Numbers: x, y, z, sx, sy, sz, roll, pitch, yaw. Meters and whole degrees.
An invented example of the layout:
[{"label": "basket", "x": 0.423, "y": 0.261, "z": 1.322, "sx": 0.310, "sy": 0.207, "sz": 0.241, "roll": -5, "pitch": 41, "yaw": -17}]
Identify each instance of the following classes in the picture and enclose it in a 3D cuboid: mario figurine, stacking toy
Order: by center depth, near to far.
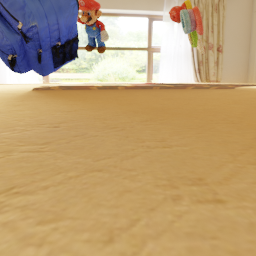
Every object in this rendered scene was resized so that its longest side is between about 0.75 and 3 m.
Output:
[{"label": "mario figurine", "x": -1.347, "y": -3.450, "z": 9.617, "sx": 1.207, "sy": 1.955, "sz": 1.036, "roll": -14, "pitch": 46, "yaw": -4}, {"label": "stacking toy", "x": 2.345, "y": -4.003, "z": 11.383, "sx": 0.906, "sy": 1.942, "sz": 2.145, "roll": -14, "pitch": 31, "yaw": 5}]

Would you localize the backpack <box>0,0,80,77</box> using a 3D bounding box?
[{"label": "backpack", "x": -2.125, "y": -2.419, "z": 6.285, "sx": 1.966, "sy": 1.904, "sz": 2.343, "roll": -40, "pitch": -7, "yaw": -26}]
